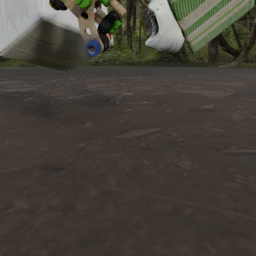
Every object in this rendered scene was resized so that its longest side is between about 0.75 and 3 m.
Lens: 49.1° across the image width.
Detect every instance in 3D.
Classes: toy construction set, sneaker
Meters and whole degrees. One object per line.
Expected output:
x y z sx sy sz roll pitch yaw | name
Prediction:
-0.383 -2.144 4.103 1.789 1.375 1.492 -52 9 -29 | toy construction set
1.122 -3.491 7.722 1.211 2.737 1.030 0 23 -20 | sneaker

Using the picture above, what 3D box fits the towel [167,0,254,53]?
1.671 -2.533 5.421 1.736 0.266 2.276 -37 -24 14 | towel

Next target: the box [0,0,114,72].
-1.763 -2.700 6.517 1.766 2.061 2.051 -18 -13 36 | box
